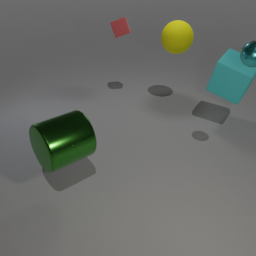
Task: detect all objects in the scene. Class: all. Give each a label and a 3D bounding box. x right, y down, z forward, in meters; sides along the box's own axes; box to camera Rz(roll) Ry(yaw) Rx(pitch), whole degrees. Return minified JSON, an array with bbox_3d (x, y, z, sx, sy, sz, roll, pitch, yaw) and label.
[{"bbox_3d":[-0.333,-4.531,12.644,0.700,0.700,0.700,-17,18,8],"label":"cube"},{"bbox_3d":[4.221,-2.068,11.212,1.400,1.400,1.400,31,49,18],"label":"cube"},{"bbox_3d":[3.438,-2.013,7.659,0.700,0.700,0.700,0,32,0],"label":"ball"},{"bbox_3d":[2.157,-3.972,12.276,1.400,1.400,1.400,0,32,0],"label":"ball"},{"bbox_3d":[-1.837,0.354,7.915,1.400,1.400,1.400,-23,39,-34],"label":"cylinder"}]
